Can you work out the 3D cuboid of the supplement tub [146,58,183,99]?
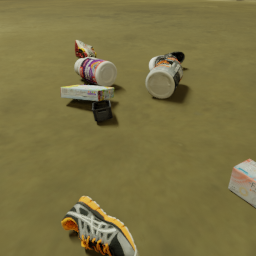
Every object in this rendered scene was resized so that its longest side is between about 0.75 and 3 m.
[{"bbox_3d":[1.417,-1.933,10.481,1.130,1.130,1.845,10,32,16],"label":"supplement tub"}]

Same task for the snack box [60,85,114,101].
[{"bbox_3d":[-1.385,-1.224,9.629,1.512,0.400,1.075,9,17,25],"label":"snack box"}]

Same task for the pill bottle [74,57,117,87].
[{"bbox_3d":[-1.351,-2.279,11.151,0.985,0.985,1.768,-25,34,-36],"label":"pill bottle"}]

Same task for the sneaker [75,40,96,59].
[{"bbox_3d":[-2.227,-3.953,14.443,0.813,0.770,1.980,-11,41,-25],"label":"sneaker"}]

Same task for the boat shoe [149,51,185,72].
[{"bbox_3d":[1.798,-2.856,12.168,0.821,0.867,2.479,-20,6,39],"label":"boat shoe"}]

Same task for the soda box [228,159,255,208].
[{"bbox_3d":[2.852,1.339,5.384,0.567,0.610,1.784,-19,35,-29],"label":"soda box"}]

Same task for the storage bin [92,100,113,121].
[{"bbox_3d":[-0.793,-0.547,8.686,0.559,0.387,0.826,-11,23,-3],"label":"storage bin"}]

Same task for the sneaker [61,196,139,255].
[{"bbox_3d":[-0.473,1.794,4.680,0.639,0.647,1.654,-33,36,-33],"label":"sneaker"}]
